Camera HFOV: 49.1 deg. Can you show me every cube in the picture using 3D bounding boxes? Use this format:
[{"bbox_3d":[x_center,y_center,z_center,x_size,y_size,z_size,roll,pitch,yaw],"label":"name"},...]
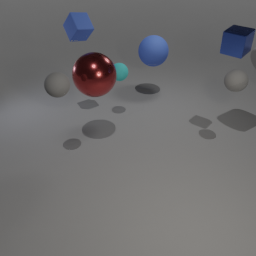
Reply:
[{"bbox_3d":[-1.733,-3.529,9.791,0.700,0.700,0.700,-18,-10,-39],"label":"cube"},{"bbox_3d":[3.282,-2.601,8.410,0.700,0.700,0.700,27,48,32],"label":"cube"}]

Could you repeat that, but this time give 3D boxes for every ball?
[{"bbox_3d":[-1.956,-1.190,7.732,0.700,0.700,0.700,0,30,0],"label":"ball"},{"bbox_3d":[-1.058,-1.679,8.859,1.400,1.400,1.400,0,30,0],"label":"ball"},{"bbox_3d":[3.282,-1.447,8.501,0.700,0.700,0.700,0,30,0],"label":"ball"},{"bbox_3d":[1.178,-3.565,12.983,1.400,1.400,1.400,0,30,0],"label":"ball"},{"bbox_3d":[-0.338,-2.184,10.929,0.700,0.700,0.700,0,30,0],"label":"ball"}]

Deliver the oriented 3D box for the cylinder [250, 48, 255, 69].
[{"bbox_3d":[5.006,-2.398,9.059,1.400,1.400,1.400,-38,36,2],"label":"cylinder"}]
